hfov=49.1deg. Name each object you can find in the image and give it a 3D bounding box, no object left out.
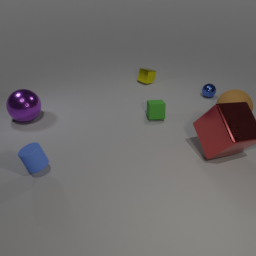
[{"bbox_3d":[1.211,-0.805,12.153,0.700,0.700,0.700,-3,20,-5],"label":"cube"},{"bbox_3d":[-2.946,0.926,8.749,0.700,0.700,0.700,-15,30,9],"label":"cylinder"},{"bbox_3d":[4.274,-0.854,11.277,1.400,1.400,1.400,0,31,0],"label":"ball"},{"bbox_3d":[1.058,-2.934,15.712,0.700,0.700,0.700,-12,31,-43],"label":"cube"},{"bbox_3d":[-4.392,-0.946,11.842,1.400,1.400,1.400,0,31,0],"label":"ball"},{"bbox_3d":[3.322,0.082,9.409,1.400,1.400,1.400,-6,66,-27],"label":"cube"},{"bbox_3d":[4.071,-1.882,14.069,0.700,0.700,0.700,0,31,0],"label":"ball"}]
